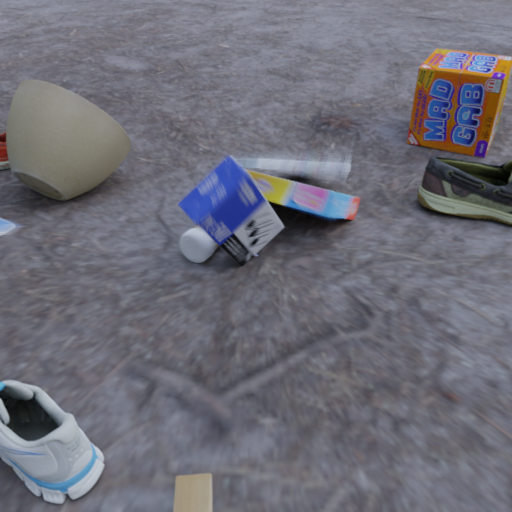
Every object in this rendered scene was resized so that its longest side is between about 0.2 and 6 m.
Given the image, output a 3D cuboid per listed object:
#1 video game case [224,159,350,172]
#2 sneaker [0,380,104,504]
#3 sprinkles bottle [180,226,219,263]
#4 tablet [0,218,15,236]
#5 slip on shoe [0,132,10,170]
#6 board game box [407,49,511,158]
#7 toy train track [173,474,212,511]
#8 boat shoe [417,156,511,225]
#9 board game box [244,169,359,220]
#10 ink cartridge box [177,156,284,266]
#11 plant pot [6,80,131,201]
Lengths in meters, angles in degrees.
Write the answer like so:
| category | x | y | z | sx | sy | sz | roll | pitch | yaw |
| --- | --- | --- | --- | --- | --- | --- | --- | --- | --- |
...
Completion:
| category | x | y | z | sx | sy | sz | roll | pitch | yaw |
| --- | --- | --- | --- | --- | --- | --- | --- | --- | --- |
| video game case | 0.533 | -1.609 | 9.962 | 1.859 | 0.168 | 1.331 | -3 | 10 | -28 |
| sneaker | -2.559 | 1.534 | 5.578 | 2.299 | 0.996 | 0.862 | 12 | 38 | 19 |
| sprinkles bottle | -0.586 | -0.465 | 8.881 | 0.510 | 0.510 | 1.496 | 18 | 38 | 24 |
| tablet | -4.674 | -0.490 | 9.289 | 1.188 | 0.081 | 0.773 | 20 | 39 | 28 |
| slip on shoe | -4.492 | -2.396 | 11.509 | 2.304 | 0.705 | 0.853 | -23 | 39 | -32 |
| board game box | 4.353 | -3.304 | 11.961 | 1.655 | 1.656 | 1.655 | 16 | 38 | 22 |
| toy train track | -1.082 | 2.659 | 4.495 | 2.761 | 0.449 | 1.584 | -5 | 42 | 2 |
| boat shoe | 4.287 | -1.136 | 9.430 | 2.959 | 0.972 | 1.057 | 7 | 35 | 11 |
| board game box | 0.565 | -1.036 | 9.214 | 1.936 | 0.390 | 1.481 | 18 | 9 | 24 |
| ink cartridge box | -0.270 | -0.530 | 7.609 | 0.896 | 1.907 | 0.422 | -43 | 67 | -1 |
| plant pot | -3.468 | -1.820 | 9.813 | 2.123 | 2.123 | 1.425 | 16 | 73 | 22 |
